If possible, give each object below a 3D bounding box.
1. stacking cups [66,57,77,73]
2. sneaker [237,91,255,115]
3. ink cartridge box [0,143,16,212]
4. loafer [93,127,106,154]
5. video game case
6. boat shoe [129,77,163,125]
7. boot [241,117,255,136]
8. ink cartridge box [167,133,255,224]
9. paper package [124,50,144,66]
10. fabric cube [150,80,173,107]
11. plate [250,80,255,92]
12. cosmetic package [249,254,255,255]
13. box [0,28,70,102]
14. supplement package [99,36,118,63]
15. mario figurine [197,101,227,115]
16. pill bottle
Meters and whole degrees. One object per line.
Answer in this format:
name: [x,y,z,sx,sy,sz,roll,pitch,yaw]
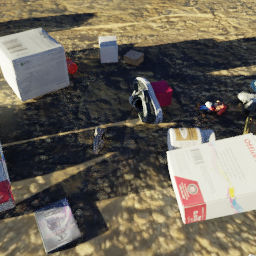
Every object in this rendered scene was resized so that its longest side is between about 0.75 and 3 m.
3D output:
stacking cups: [-3.750,-3.671,15.003,0.834,0.834,2.756,-32,56,-29]
sneaker: [5.163,-1.149,12.361,1.727,0.648,0.997,-25,43,-38]
ink cartridge box: [-4.777,1.296,8.461,2.013,1.144,2.762,-15,69,-20]
loafer: [-1.071,0.463,10.682,0.427,0.488,1.357,5,40,-4]
video game case: [-2.107,2.855,8.328,1.043,0.138,1.460,-20,45,-20]
boat shoe: [0.551,-1.210,12.059,0.957,1.035,2.803,-1,50,-21]
boot: [5.448,0.400,10.566,2.141,0.708,1.875,20,46,19]
ink cartridge box: [2.774,1.498,8.448,2.768,1.146,2.017,-12,45,3]
paper package: [0.329,-3.844,15.321,0.850,0.440,0.810,22,47,23]
fabric cube: [1.414,-1.514,12.532,0.845,0.829,0.842,-11,46,-13]
plate: [6.656,-2.028,13.561,1.375,0.176,1.375,1,43,-1]
cosmetic package: [3.273,3.902,6.888,0.685,0.578,1.282,12,41,8]
box: [-4.477,-3.022,13.153,2.517,2.156,2.505,-25,48,-27]
supplement package: [-1.079,-4.348,15.470,0.955,0.962,1.268,-5,43,-5]
mario figurine: [3.631,-0.997,12.107,1.243,0.659,0.767,6,42,9]
pill bottle: [2.317,0.443,10.339,1.606,0.918,0.918,-2,43,-2]
